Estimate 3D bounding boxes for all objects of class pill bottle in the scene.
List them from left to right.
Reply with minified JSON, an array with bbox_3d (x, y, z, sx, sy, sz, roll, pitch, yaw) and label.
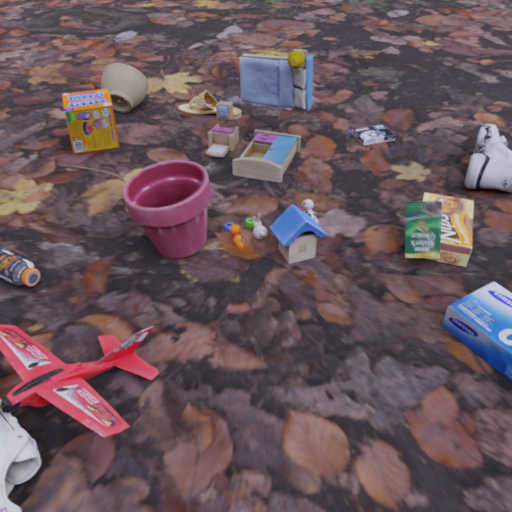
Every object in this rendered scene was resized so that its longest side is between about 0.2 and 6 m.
[{"bbox_3d":[-4.481,0.263,10.442,0.947,0.503,0.503,19,42,24],"label":"pill bottle"}]

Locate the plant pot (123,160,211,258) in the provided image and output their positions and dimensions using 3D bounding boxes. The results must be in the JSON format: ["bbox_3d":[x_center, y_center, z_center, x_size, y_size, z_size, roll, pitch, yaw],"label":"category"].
[{"bbox_3d":[-1.617,-0.833,10.980,1.643,1.471,1.643,-5,42,5],"label":"plant pot"}]

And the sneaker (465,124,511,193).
[{"bbox_3d":[5.932,-2.302,13.493,1.406,0.919,2.447,16,45,19],"label":"sneaker"}]

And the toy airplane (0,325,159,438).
[{"bbox_3d":[-2.591,1.668,8.178,2.787,0.513,2.787,12,27,-6],"label":"toy airplane"}]

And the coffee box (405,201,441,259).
[{"bbox_3d":[3.161,-0.489,10.604,0.671,1.091,0.240,3,6,14],"label":"coffee box"}]

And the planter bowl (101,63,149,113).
[{"bbox_3d":[-3.976,-4.863,16.601,1.386,1.386,0.933,7,65,9],"label":"planter bowl"}]

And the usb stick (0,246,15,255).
[{"bbox_3d":[-4.884,0.008,11.093,0.208,0.122,0.751,-31,47,-33],"label":"usb stick"}]

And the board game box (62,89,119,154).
[{"bbox_3d":[-4.388,-3.584,14.873,1.204,1.205,1.204,-11,39,-14],"label":"board game box"}]

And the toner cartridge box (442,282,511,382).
[{"bbox_3d":[4.310,1.462,8.854,1.172,0.533,2.467,-21,42,-25],"label":"toner cartridge box"}]

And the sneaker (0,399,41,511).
[{"bbox_3d":[-3.594,2.435,7.424,1.399,1.052,2.809,2,39,-21],"label":"sneaker"}]

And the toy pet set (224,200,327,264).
[{"bbox_3d":[0.479,-0.705,11.306,1.872,0.994,1.748,-14,40,-17],"label":"toy pet set"}]

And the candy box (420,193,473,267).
[{"bbox_3d":[3.869,-0.581,11.534,1.052,0.504,1.822,11,40,14],"label":"candy box"}]

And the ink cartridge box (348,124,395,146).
[{"bbox_3d":[3.179,-3.394,15.458,0.962,0.211,0.971,-12,38,-14],"label":"ink cartridge box"}]

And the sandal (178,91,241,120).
[{"bbox_3d":[-1.376,-4.563,16.595,2.027,0.667,0.743,15,40,19],"label":"sandal"}]

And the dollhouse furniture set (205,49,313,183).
[{"bbox_3d":[-0.122,-3.574,13.578,2.629,2.785,1.817,11,38,14],"label":"dollhouse furniture set"}]
